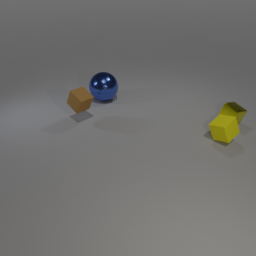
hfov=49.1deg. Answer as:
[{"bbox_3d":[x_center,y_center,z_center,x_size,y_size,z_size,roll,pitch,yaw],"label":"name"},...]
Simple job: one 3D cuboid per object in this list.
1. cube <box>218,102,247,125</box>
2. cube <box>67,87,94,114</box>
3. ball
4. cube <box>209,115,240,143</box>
[{"bbox_3d":[4.218,-0.573,11.349,0.700,0.700,0.700,-9,43,-37],"label":"cube"},{"bbox_3d":[-1.940,-1.136,11.340,0.700,0.700,0.700,45,44,18],"label":"cube"},{"bbox_3d":[-1.165,-1.979,13.424,1.400,1.400,1.400,0,29,0],"label":"ball"},{"bbox_3d":[3.491,0.015,10.162,0.700,0.700,0.700,-37,28,-24],"label":"cube"}]
